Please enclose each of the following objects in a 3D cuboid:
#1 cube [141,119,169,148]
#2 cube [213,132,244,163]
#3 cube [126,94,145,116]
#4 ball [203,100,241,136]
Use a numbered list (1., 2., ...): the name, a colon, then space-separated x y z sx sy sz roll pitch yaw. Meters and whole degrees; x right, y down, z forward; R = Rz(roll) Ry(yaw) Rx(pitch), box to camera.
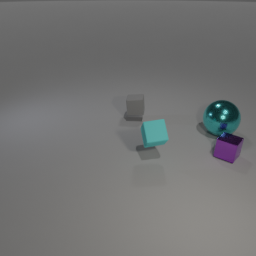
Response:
1. cube: 0.844 0.182 9.074 0.700 0.700 0.700 -9 -15 -7
2. cube: 3.436 0.655 9.564 0.700 0.700 0.700 21 31 32
3. cube: 0.329 -0.997 11.954 0.700 0.700 0.700 -2 27 8
4. ball: 3.610 -0.381 10.813 1.400 1.400 1.400 0 28 0
